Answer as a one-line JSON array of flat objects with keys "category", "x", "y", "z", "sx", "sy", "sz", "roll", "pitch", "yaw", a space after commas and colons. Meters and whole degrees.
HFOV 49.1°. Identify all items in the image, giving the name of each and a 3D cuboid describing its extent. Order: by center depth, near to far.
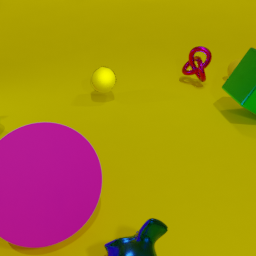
[{"category": "monkey head", "x": 0.170, "y": 1.572, "z": 3.274, "sx": 1.243, "sy": 0.894, "sz": 0.749, "roll": 32, "pitch": 16, "yaw": -26}, {"category": "cone", "x": -1.512, "y": 0.786, "z": 4.435, "sx": 1.651, "sy": 1.651, "sz": 1.657, "roll": -19, "pitch": 7, "yaw": -31}, {"category": "cube", "x": 3.657, "y": -1.124, "z": 7.519, "sx": 1.350, "sy": 1.350, "sz": 1.350, "roll": 24, "pitch": 23, "yaw": -18}, {"category": "cylinder", "x": -0.789, "y": -1.499, "z": 8.794, "sx": 0.773, "sy": 0.773, "sz": 0.773, "roll": -5, "pitch": 8, "yaw": -9}, {"category": "knot shape", "x": 2.508, "y": -2.181, "z": 10.024, "sx": 0.576, "sy": 1.247, "sz": 1.167, "roll": -7, "pitch": 68, "yaw": -31}, {"category": "ball", "x": 4.165, "y": -2.155, "z": 10.448, "sx": 0.866, "sy": 0.866, "sz": 0.866, "roll": 0, "pitch": 28, "yaw": 0}]
